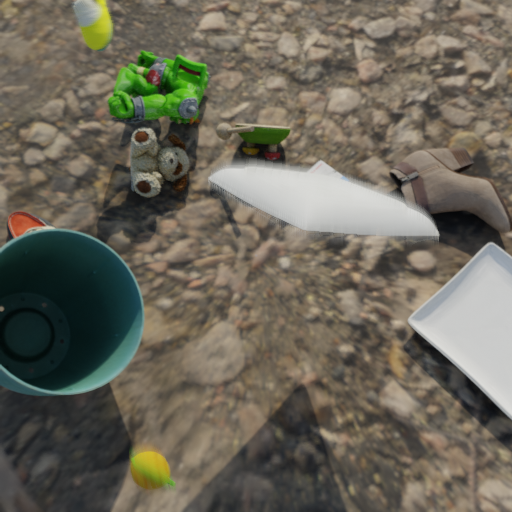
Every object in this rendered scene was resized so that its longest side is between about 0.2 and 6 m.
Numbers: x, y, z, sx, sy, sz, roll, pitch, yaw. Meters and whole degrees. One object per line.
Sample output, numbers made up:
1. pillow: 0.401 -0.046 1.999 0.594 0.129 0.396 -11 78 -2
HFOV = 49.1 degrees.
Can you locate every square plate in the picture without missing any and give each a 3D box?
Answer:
1. square plate: 0.925 -0.817 7.864 2.419 0.347 2.442 1 20 -34
2. square plate: 4.481 1.327 10.215 2.536 0.361 2.512 -38 68 -18

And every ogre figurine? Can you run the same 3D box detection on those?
1. ogre figurine: -2.011 -3.654 12.197 1.783 1.459 2.973 9 18 -1

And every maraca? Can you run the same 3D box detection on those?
1. maraca: -1.386 2.878 7.470 0.588 0.858 0.459 36 66 -20

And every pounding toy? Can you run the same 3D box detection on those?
1. pounding toy: 0.004 -2.432 11.987 1.194 0.718 1.546 16 19 41

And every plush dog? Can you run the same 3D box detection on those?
1. plush dog: -2.001 -1.902 11.739 1.218 1.138 1.418 -4 90 -18

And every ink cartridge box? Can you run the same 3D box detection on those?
1. ink cartridge box: 1.456 -1.540 11.766 0.794 0.335 0.580 40 69 19

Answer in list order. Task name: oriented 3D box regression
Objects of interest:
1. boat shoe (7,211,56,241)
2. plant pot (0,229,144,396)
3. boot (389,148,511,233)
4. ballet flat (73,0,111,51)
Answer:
1. boat shoe: -4.054 -0.149 10.789 0.856 0.753 2.405 -41 68 -19
2. plant pot: -3.440 1.080 9.101 2.548 2.044 2.548 16 63 -35
3. boot: 3.853 -1.183 11.405 1.714 0.824 2.345 -22 64 -4
4. ballet flat: -2.751 -4.105 9.171 0.554 0.556 1.659 -19 64 17
